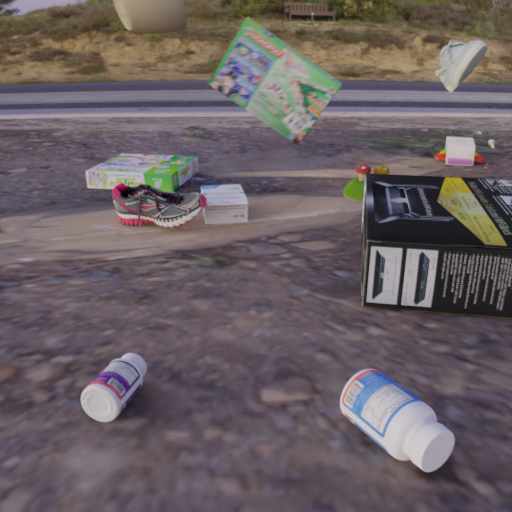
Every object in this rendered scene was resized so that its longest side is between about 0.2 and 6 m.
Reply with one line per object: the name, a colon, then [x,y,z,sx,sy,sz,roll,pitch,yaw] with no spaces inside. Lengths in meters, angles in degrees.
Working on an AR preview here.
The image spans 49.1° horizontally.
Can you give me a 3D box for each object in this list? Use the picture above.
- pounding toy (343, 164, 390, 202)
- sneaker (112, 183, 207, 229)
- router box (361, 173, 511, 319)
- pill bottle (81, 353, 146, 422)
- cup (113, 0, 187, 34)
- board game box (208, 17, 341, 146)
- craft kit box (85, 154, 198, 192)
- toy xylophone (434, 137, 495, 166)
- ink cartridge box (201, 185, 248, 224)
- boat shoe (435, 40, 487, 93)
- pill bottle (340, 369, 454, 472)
pounding toy: [2.855,-1.729,12.927,1.663,0.772,1.284,12,25,29]
sneaker: [-1.909,-1.016,10.800,1.985,0.741,0.800,-1,36,19]
router box: [3.307,-0.355,9.051,3.142,1.044,3.996,4,22,10]
pill bottle: [-1.419,1.311,5.723,0.415,0.415,0.744,6,22,14]
cup: [-1.193,-2.736,6.013,0.581,0.812,0.812,-28,29,-12]
board game box: [0.394,-3.780,12.298,2.451,1.649,0.357,33,31,-9]
craft kit box: [-2.872,-2.177,14.480,2.237,0.543,2.209,3,24,9]
toy xylophone: [6.352,-3.196,16.944,1.598,0.548,2.183,10,24,23]
ink cartridge box: [-0.658,-1.033,11.520,0.879,0.506,1.518,-3,22,-7]
boat shoe: [2.900,-2.830,8.178,0.537,0.526,1.507,44,6,5]
pill bottle: [1.272,1.490,5.086,0.554,0.554,0.987,-13,26,-29]
